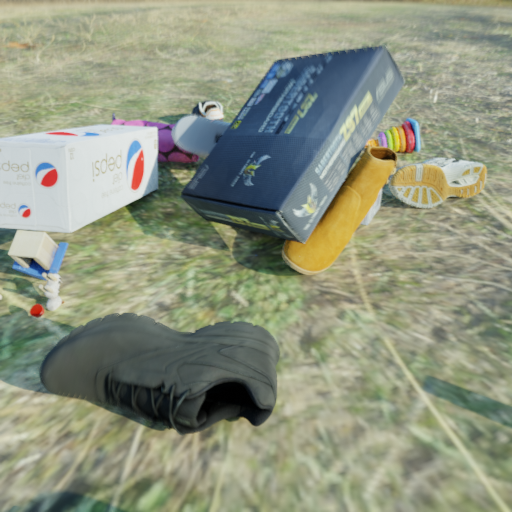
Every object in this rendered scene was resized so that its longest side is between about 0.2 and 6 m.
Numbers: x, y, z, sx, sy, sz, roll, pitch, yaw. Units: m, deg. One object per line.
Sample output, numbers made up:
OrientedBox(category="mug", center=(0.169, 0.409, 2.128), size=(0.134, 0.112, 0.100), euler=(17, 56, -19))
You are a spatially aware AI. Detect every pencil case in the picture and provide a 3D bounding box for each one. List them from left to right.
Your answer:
OrientedBox(category="pencil case", center=(-2.397, -2.832, 13.540), size=(2.335, 1.060, 1.094), euler=(8, 35, 13))

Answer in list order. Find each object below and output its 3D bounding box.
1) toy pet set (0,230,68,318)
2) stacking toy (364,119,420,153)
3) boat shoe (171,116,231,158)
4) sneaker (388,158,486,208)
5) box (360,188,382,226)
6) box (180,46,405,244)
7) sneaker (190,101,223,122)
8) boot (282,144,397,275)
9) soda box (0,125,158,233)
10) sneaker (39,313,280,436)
OrientedBox(category="toy pet set", center=(-3.622, 0.372, 8.679), size=(1.547, 0.821, 1.444), euler=(5, 64, 11))
OrientedBox(category="stacking toy", center=(3.355, -2.908, 14.162), size=(1.449, 0.795, 0.841), euler=(-11, 24, 2))
OrientedBox(category="boat shoe", center=(-0.542, -2.447, 12.766), size=(2.907, 1.074, 1.239), euler=(8, 7, -19))
OrientedBox(category="sneaker", center=(3.618, -1.578, 11.772), size=(2.415, 0.914, 1.059), euler=(-5, 22, -26))
OrientedBox(category="box", center=(1.906, -1.077, 11.126), size=(0.945, 0.496, 0.869), euler=(14, 34, 22))
OrientedBox(category="box", center=(0.584, -2.074, 10.057), size=(2.825, 0.914, 3.582), euler=(17, 70, 48))
OrientedBox(category="sneaker", center=(-1.383, -4.109, 16.076), size=(0.753, 0.762, 1.920), euler=(-14, 32, -20))
OrientedBox(category="boot", center=(1.450, -0.896, 9.364), size=(0.909, 1.850, 2.585), euler=(36, 38, 11))
OrientedBox(category="soda box", center=(-3.057, -1.581, 10.256), size=(1.301, 1.392, 4.087), euler=(5, 17, 9))
OrientedBox(category="sneaker", center=(-1.065, 1.393, 6.378), size=(2.791, 1.060, 1.267), euler=(-2, 33, -4))
